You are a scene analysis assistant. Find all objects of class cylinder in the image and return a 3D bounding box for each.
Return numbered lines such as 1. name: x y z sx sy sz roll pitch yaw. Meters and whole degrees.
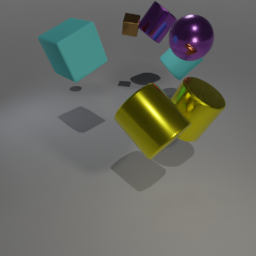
1. cylinder: 1.887 -0.546 8.275 1.400 1.400 1.400 19 38 -16
2. cylinder: 0.613 -0.163 7.026 1.400 1.400 1.400 -31 76 -40
3. cylinder: 1.399 -5.069 13.496 1.400 1.400 1.400 34 21 -15
4. cylinder: 2.401 -3.123 12.606 1.400 1.400 1.400 -41 21 19

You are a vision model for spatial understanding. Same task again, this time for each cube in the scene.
1. cube: 0.141 -4.678 12.718 0.700 0.700 0.700 10 57 1
2. cube: -1.780 -2.564 9.129 1.400 1.400 1.400 -40 43 -21

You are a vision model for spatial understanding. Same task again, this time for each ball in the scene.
1. ball: 1.987 -2.823 8.820 1.400 1.400 1.400 0 31 0
